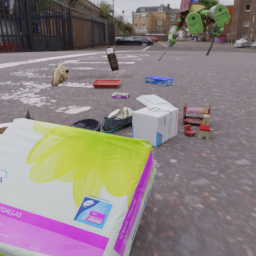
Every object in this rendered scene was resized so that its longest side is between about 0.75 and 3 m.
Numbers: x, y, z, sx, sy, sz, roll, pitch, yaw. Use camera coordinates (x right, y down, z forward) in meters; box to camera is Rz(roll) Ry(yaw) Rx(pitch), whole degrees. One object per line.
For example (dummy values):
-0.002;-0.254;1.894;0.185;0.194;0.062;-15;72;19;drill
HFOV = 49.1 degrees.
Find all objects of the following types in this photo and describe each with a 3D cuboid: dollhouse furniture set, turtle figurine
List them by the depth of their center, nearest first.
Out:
2.504;-3.383;10.000;1.936;2.691;2.609;16;15;-6;turtle figurine
2.443;-0.287;10.047;0.993;0.750;1.845;5;20;14;dollhouse furniture set

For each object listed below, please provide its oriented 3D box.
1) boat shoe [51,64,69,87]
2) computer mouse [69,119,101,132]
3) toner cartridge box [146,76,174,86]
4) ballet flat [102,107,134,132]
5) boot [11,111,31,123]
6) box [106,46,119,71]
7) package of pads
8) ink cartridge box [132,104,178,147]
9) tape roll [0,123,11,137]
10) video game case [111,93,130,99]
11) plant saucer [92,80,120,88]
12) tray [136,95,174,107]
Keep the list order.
-2.057;-1.611;8.595;0.409;0.452;1.267;17;33;-13;boat shoe
-1.721;0.426;8.462;1.548;0.589;2.235;18;38;37;computer mouse
2.109;-3.164;18.756;0.847;0.385;1.782;-19;27;-41;toner cartridge box
-0.170;-0.396;10.439;0.726;0.726;1.988;17;26;40;ballet flat
-4.211;-0.376;10.937;0.730;0.378;1.117;-12;21;-16;boot
-0.710;-3.174;12.919;0.386;1.029;0.515;-10;56;4;box
-1.205;1.025;4.642;2.999;1.023;2.317;9;51;21;package of pads
0.916;-0.133;9.263;0.978;0.982;1.339;14;23;35;ink cartridge box
-4.039;0.191;9.387;1.589;0.290;1.589;0;20;0;tape roll
-0.377;-1.755;15.117;0.854;0.153;0.774;5;20;14;video game case
-1.353;-2.800;17.860;1.659;0.305;1.656;0;20;3;plant saucer
1.285;-1.318;13.752;1.183;0.244;2.203;-7;20;-16;tray
